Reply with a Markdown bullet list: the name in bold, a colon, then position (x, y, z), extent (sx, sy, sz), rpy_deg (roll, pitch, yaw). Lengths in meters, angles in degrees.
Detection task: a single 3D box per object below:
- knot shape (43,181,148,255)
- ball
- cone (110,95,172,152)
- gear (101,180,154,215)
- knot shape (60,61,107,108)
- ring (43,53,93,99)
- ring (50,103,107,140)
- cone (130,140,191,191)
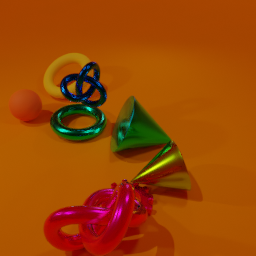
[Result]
- **knot shape**: position (-0.585, 1.621, 4.918), extent (1.773, 1.895, 0.876), rpy_deg (-23, 83, 0)
- **ball**: position (-3.086, -0.693, 8.445), extent (0.952, 0.952, 0.952), rpy_deg (0, 36, 0)
- **cone**: position (0.542, 0.134, 7.466), extent (1.561, 1.555, 1.555), rpy_deg (20, 34, -15)
- **gear**: position (-0.014, 1.588, 6.012), extent (1.102, 0.204, 1.102), rpy_deg (0, 36, 0)
- **knot shape**: position (-1.077, -1.188, 7.418), extent (1.265, 1.184, 0.584), rpy_deg (20, 6, -30)
- **ring**: position (-2.098, -1.848, 9.785), extent (1.866, 0.373, 1.866), rpy_deg (-8, 61, 15)
- **ring**: position (-1.448, -0.213, 8.262), extent (1.667, 0.333, 1.667), rpy_deg (3, 36, -2)
- **cone**: position (0.609, 1.005, 6.202), extent (1.188, 1.184, 1.184), rpy_deg (-18, 38, -2)
